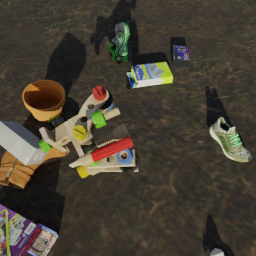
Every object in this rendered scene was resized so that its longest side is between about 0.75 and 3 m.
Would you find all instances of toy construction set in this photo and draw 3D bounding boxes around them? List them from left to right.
[{"bbox_3d":[-1.038,0.411,6.610,2.177,2.833,2.363,-23,95,-1],"label":"toy construction set"}]

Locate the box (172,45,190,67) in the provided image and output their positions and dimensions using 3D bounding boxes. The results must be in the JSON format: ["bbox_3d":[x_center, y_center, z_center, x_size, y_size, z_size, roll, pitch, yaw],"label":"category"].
[{"bbox_3d":[2.505,-3.419,13.320,0.793,0.443,1.123,2,51,5],"label":"box"}]

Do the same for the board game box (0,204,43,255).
[{"bbox_3d":[-3.825,3.572,7.394,1.742,0.469,2.902,17,54,25],"label":"board game box"}]

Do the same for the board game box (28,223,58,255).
[{"bbox_3d":[-2.465,3.225,7.943,0.602,0.366,0.755,20,54,16],"label":"board game box"}]

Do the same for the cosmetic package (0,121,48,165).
[{"bbox_3d":[-3.004,0.402,7.872,1.412,0.754,0.637,36,100,14],"label":"cosmetic package"}]

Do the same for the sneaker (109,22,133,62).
[{"bbox_3d":[-0.418,-4.255,13.620,1.111,1.018,2.609,-5,51,-3],"label":"sneaker"}]

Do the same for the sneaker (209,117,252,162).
[{"bbox_3d":[3.649,0.372,9.945,0.749,0.863,1.949,-24,55,-18],"label":"sneaker"}]

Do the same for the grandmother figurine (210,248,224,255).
[{"bbox_3d":[2.527,3.910,7.395,0.858,0.429,1.415,8,45,-19],"label":"grandmother figurine"}]

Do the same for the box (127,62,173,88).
[{"bbox_3d":[0.951,-2.375,12.469,1.837,0.438,1.120,-9,51,-8],"label":"box"}]

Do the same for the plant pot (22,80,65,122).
[{"bbox_3d":[-3.173,-0.940,10.808,1.542,1.080,1.542,4,52,-5],"label":"plant pot"}]

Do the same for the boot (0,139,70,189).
[{"bbox_3d":[-3.183,1.175,9.308,2.204,0.845,1.711,7,51,6],"label":"boot"}]
